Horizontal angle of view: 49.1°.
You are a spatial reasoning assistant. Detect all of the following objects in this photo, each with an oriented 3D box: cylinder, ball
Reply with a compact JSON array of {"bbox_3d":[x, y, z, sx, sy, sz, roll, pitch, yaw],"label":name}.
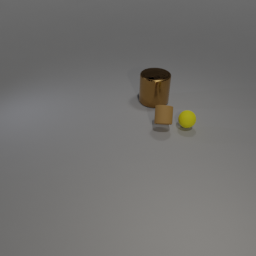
[{"bbox_3d":[1.396,-0.502,10.942,0.700,0.700,0.700,4,-3,0],"label":"cylinder"},{"bbox_3d":[2.350,-0.354,11.122,0.700,0.700,0.700,0,33,0],"label":"ball"},{"bbox_3d":[1.236,-1.871,12.972,1.400,1.400,1.400,1,36,0],"label":"cylinder"}]
